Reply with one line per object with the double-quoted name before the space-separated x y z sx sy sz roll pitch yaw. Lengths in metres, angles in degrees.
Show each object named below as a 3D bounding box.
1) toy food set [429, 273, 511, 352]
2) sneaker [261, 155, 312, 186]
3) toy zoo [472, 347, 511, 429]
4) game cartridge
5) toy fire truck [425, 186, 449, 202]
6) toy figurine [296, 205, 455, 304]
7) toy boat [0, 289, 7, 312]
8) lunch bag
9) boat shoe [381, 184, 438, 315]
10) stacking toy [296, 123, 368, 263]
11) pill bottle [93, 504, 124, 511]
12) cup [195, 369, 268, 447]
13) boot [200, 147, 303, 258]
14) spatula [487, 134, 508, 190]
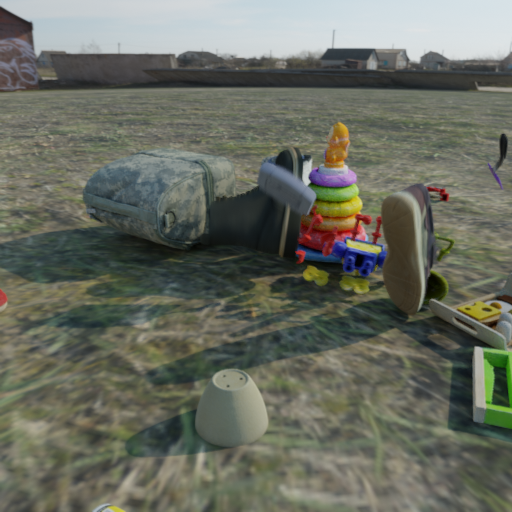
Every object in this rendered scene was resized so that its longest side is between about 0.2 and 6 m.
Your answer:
"toy food set" 3.663 0.731 8.175 1.871 0.565 1.342 -12 24 -27
"sneaker" 0.645 -1.363 12.235 1.121 1.311 3.010 0 31 12
"toy zoo" 3.607 1.619 6.372 2.135 0.218 1.401 7 22 19
"game cartridge" 0.476 -1.062 8.868 0.990 0.660 0.200 34 72 6
"toy fire truck" 4.723 -1.649 14.799 0.840 0.205 0.593 14 25 32
"toy figurine" 1.994 -0.113 9.444 2.438 1.286 1.460 12 13 11
"toy boat" -4.254 0.623 8.296 0.681 0.682 1.043 8 23 20
"lunch bag" -1.966 -1.149 11.307 2.546 1.774 2.135 17 24 37
"boat shoe" 2.255 -0.061 8.025 0.682 2.105 0.757 -31 37 -23
"stacking toy" 1.421 -1.189 10.394 1.386 2.525 1.466 6 24 13
"pill bottle" -0.978 2.291 4.353 0.782 0.438 0.438 13 25 29
"cup" -0.266 1.569 6.030 0.796 0.570 0.796 0 22 0
"boot" -0.037 -1.113 9.984 1.657 0.928 2.395 6 49 -1
"spatula" 3.962 -1.555 9.130 0.157 1.525 0.431 -23 64 5
